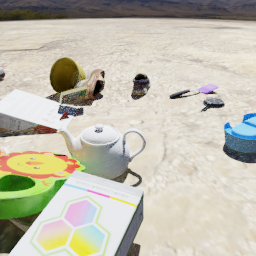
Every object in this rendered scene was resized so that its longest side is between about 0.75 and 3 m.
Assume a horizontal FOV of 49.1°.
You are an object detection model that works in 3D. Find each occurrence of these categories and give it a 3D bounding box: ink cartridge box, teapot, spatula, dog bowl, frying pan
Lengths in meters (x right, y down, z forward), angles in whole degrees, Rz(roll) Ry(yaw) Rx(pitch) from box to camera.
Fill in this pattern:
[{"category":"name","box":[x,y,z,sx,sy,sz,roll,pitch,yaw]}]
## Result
[{"category":"ink cartridge box","box":[-0.917,2.117,4.634,1.527,0.872,2.941,12,37,19]},{"category":"teapot","box":[-0.716,0.491,7.729,1.789,1.307,1.766,-23,38,-38]},{"category":"spatula","box":[3.097,-1.758,13.401,2.647,0.272,0.748,-13,28,-22]},{"category":"ink cartridge box","box":[-3.556,-0.505,10.842,2.722,0.777,2.212,21,26,-6]},{"category":"dog bowl","box":[4.125,0.142,9.296,2.339,0.580,1.304,-19,33,-34]},{"category":"frying pan","box":[3.498,-1.085,12.145,1.586,0.258,0.960,-11,28,-27]}]

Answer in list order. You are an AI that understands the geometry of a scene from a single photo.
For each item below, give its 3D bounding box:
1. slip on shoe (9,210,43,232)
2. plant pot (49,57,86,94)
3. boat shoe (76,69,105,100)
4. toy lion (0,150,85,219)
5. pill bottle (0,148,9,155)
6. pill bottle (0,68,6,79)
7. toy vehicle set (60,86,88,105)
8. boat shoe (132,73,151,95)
[{"category":"slip on shoe","box":[-2.758,1.539,6.350,2.408,0.730,0.916,18,32,31]},{"category":"plant pot","box":[-2.695,-2.402,13.447,1.727,1.727,1.226,14,6,25]},{"category":"boat shoe","box":[-1.547,-2.042,13.315,0.948,1.000,2.640,11,38,13]},{"category":"toy lion","box":[-2.312,1.067,6.093,2.829,1.013,2.951,6,10,-20]},{"category":"pill bottle","box":[-3.794,1.000,7.506,1.196,0.655,0.655,-17,31,-30]},{"category":"pill bottle","box":[-7.219,-2.836,15.121,0.641,0.641,1.106,7,28,14]},{"category":"toy vehicle set","box":[-2.243,-1.346,11.535,1.118,0.694,0.148,-21,69,-26]},{"category":"boat shoe","box":[0.679,-2.367,14.020,0.872,0.786,2.425,5,27,10]}]
